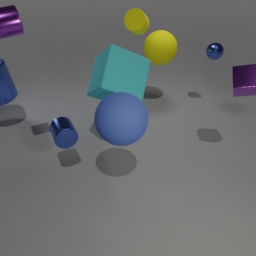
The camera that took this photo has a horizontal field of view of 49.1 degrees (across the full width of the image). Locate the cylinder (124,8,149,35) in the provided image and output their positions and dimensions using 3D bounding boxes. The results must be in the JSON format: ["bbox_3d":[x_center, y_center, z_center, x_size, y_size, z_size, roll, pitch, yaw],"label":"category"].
[{"bbox_3d":[0.290,-3.433,9.076,0.700,0.700,0.700,9,11,14],"label":"cylinder"}]

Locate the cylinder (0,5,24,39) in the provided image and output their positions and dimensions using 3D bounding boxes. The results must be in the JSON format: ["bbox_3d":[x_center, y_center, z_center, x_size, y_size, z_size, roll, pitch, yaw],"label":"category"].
[{"bbox_3d":[-3.048,-2.612,6.935,0.700,0.700,0.700,-22,37,-20],"label":"cylinder"}]

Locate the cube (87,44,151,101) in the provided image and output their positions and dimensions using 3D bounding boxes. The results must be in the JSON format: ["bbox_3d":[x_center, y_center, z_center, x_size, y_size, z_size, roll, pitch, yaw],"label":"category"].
[{"bbox_3d":[-0.318,-1.594,8.953,1.400,1.400,1.400,17,-10,-24],"label":"cube"}]

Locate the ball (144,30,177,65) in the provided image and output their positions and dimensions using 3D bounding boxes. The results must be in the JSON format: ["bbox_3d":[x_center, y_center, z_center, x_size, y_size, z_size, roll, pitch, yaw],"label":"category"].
[{"bbox_3d":[1.357,-3.356,11.753,1.400,1.400,1.400,0,32,0],"label":"ball"}]

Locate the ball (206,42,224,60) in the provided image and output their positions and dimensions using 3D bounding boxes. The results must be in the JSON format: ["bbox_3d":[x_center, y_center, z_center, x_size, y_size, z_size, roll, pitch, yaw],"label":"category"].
[{"bbox_3d":[3.570,-3.155,11.519,0.700,0.700,0.700,0,32,0],"label":"ball"}]

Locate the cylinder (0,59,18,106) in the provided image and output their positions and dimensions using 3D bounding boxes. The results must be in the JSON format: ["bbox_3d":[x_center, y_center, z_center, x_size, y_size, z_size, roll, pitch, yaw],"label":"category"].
[{"bbox_3d":[-5.045,-1.674,10.443,1.400,1.400,1.400,-8,34,5],"label":"cylinder"}]

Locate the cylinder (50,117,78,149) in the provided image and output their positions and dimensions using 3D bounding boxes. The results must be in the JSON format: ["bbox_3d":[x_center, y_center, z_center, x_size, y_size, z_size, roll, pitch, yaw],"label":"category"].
[{"bbox_3d":[-1.888,0.134,8.236,0.700,0.700,0.700,-13,38,-21],"label":"cylinder"}]

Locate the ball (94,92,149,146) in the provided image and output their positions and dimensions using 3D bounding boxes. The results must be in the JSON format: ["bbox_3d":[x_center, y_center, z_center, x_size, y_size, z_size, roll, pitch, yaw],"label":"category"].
[{"bbox_3d":[-0.170,-0.231,7.260,1.400,1.400,1.400,0,32,0],"label":"ball"}]

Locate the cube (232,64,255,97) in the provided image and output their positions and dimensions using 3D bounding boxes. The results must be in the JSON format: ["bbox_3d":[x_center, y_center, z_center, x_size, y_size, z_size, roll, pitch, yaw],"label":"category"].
[{"bbox_3d":[3.424,-1.372,8.160,0.700,0.700,0.700,-2,-15,21],"label":"cube"}]
